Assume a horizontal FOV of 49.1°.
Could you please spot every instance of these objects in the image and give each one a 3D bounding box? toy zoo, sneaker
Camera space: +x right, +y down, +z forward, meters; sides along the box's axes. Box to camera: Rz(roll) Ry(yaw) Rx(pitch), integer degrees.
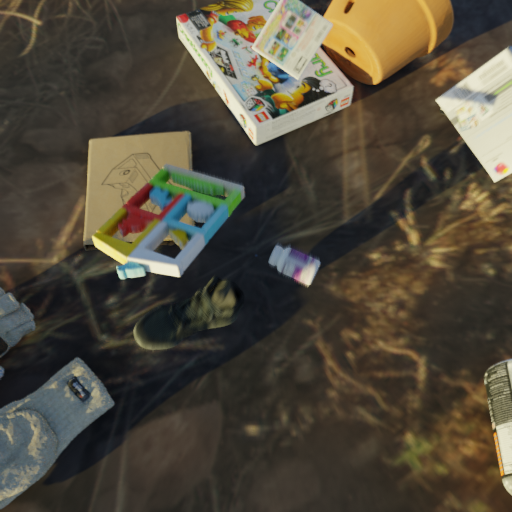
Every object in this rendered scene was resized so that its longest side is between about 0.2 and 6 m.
[{"bbox_3d":[-1.243,-0.455,7.668,1.377,0.215,2.100,19,49,21],"label":"toy zoo"},{"bbox_3d":[-0.920,0.792,8.247,1.769,1.013,0.676,-13,64,-30],"label":"sneaker"}]

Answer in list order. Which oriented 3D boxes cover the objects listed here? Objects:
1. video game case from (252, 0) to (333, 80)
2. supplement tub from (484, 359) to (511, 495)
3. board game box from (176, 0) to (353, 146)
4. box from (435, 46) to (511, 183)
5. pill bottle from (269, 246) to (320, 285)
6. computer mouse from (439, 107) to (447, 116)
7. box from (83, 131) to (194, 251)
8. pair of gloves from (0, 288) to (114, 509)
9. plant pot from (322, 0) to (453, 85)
[{"bbox_3d":[0.537,-3.264,8.334,0.847,0.110,0.930,32,103,-6],"label":"video game case"},{"bbox_3d":[3.917,2.493,7.663,1.232,1.232,2.011,0,62,0],"label":"supplement tub"},{"bbox_3d":[0.103,-3.999,11.474,2.193,0.601,3.475,-26,65,-14],"label":"board game box"},{"bbox_3d":[4.110,-2.323,9.355,1.779,1.387,0.366,53,44,-2],"label":"box"},{"bbox_3d":[0.590,0.125,8.764,0.737,0.414,0.414,25,65,8],"label":"pill bottle"},{"bbox_3d":[4.422,-2.709,10.914,1.040,0.396,1.502,-29,66,-15],"label":"computer mouse"},{"bbox_3d":[-2.121,-1.225,10.209,1.928,0.251,2.359,-4,63,-2],"label":"box"},{"bbox_3d":[-4.035,2.079,8.290,3.135,0.550,2.665,37,65,16],"label":"pair of gloves"},{"bbox_3d":[2.366,-4.525,10.954,2.365,2.365,1.655,41,85,19],"label":"plant pot"}]
